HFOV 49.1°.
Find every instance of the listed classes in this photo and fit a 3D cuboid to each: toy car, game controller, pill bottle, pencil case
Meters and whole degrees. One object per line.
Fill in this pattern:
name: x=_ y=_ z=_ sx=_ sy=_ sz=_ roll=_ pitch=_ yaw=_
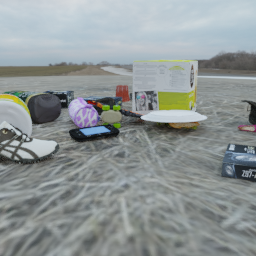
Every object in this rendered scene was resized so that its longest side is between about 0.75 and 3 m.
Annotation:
toy car: x=-0.617 y=-0.494 z=11.104 sx=0.810 sy=0.843 sz=1.026 roll=1 pitch=9 yaw=2
game controller: x=-1.115 y=0.146 z=9.434 sx=1.657 sy=0.349 sz=0.864 roll=-9 pitch=16 yaw=-32
pill bottle: x=-3.819 y=-0.281 z=8.739 sx=1.467 sy=1.467 sz=2.642 roll=-5 pitch=15 yaw=-20
pencil case: x=-1.858 y=-0.628 z=11.307 sx=0.959 sy=0.977 sz=2.286 roll=-1 pitch=12 yaw=-21

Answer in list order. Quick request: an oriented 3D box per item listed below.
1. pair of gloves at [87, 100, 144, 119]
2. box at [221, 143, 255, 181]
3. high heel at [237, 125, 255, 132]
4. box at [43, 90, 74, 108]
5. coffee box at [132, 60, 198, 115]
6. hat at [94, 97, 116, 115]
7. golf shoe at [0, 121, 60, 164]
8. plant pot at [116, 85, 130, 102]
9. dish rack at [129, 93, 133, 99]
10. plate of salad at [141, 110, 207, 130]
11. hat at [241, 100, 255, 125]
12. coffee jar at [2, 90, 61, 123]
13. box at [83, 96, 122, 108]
pair of gloves: x=-0.361 y=-0.708 z=11.839 sx=2.322 sy=0.287 sz=2.068 roll=16 pitch=3 yaw=27
box: x=2.979 y=0.807 z=6.669 sx=1.290 sy=0.350 sz=1.610 roll=6 pitch=15 yaw=24
high heel: x=4.394 y=0.010 z=10.164 sx=0.379 sy=0.266 sz=0.790 roll=-9 pitch=16 yaw=-32
box: x=-3.998 y=-1.647 z=15.883 sx=1.538 sy=0.809 sz=1.878 roll=1 pitch=13 yaw=1
coffee box: x=1.823 y=-1.925 z=13.280 sx=2.578 sy=2.549 sz=2.574 roll=5 pitch=14 yaw=20
hat: x=-1.111 y=-1.141 z=13.933 sx=1.891 sy=0.763 sz=1.891 roll=0 pitch=12 yaw=0
golf shoe: x=-2.885 y=0.345 z=7.177 sx=2.196 sy=1.038 sz=0.854 roll=-2 pitch=13 yaw=-13
plant pot: x=-0.368 y=-2.229 z=17.953 sx=1.010 sy=0.982 sz=1.010 roll=0 pitch=13 yaw=0
dish rack: x=0.298 y=-2.122 z=18.935 sx=0.922 sy=0.328 sz=1.201 roll=7 pitch=15 yaw=30
plate of salad: x=1.731 y=-0.299 z=10.662 sx=2.491 sy=0.598 sz=2.491 roll=-2 pitch=10 yaw=0
hat: x=5.115 y=-0.454 z=10.715 sx=2.036 sy=0.821 sz=2.036 roll=17 pitch=16 yaw=-5
coffee jar: x=-4.269 y=-0.973 z=12.234 sx=2.822 sy=1.204 sz=1.472 roll=11 pitch=17 yaw=36
box: x=-1.470 y=-1.459 z=15.732 sx=2.010 sy=0.513 sz=1.585 roll=4 pitch=13 yaw=14
